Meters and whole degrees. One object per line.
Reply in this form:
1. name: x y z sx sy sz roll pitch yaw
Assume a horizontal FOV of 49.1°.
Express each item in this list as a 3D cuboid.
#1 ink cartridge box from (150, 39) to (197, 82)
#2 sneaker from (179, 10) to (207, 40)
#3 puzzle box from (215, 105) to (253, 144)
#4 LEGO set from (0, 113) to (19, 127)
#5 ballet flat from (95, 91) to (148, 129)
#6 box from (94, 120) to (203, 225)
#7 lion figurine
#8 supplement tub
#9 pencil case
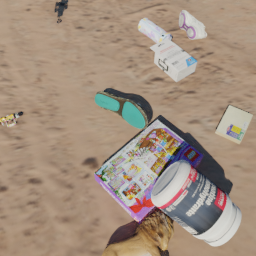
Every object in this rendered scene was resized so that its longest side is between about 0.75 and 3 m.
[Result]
1. ink cartridge box: 1.539 -2.393 9.787 0.885 0.518 1.526 -31 61 -19
2. sneaker: 2.511 -3.994 10.953 0.798 0.600 1.602 -6 57 -23
3. puzzle box: 3.204 -0.123 8.456 0.772 0.147 1.160 27 60 17
4. LEGO set: -3.719 -0.184 8.480 0.862 0.321 0.397 -18 23 -6
5. ballet flat: -0.080 -0.639 8.490 2.038 0.691 0.767 29 29 26
6. box: 0.565 1.057 7.441 2.447 0.478 1.674 -39 64 -23
7. lion figurine: 0.104 2.711 6.159 2.147 0.778 1.315 -18 51 -7
8. supplement tub: 1.504 1.668 6.295 1.737 1.219 1.219 39 61 -3
9. pencil case: 0.992 -3.600 10.558 1.386 0.628 0.576 45 111 27
